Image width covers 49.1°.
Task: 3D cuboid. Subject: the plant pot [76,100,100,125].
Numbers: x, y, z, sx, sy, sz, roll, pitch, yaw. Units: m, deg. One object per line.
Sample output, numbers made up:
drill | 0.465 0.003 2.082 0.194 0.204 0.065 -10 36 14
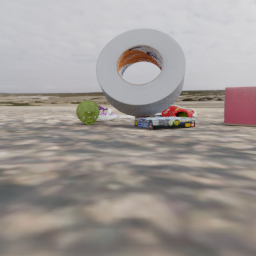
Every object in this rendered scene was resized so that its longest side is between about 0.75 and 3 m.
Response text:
plant pot | -1.417 -0.476 10.119 0.881 0.881 0.837 -1 19 -12

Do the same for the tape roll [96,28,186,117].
tape roll | 0.432 -1.834 9.222 2.858 2.858 0.944 1 -22 8

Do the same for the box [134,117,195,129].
box | 1.145 -0.171 8.817 1.594 0.318 1.092 -3 6 -26

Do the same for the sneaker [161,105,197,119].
sneaker | 2.107 -0.639 12.160 1.732 0.667 0.736 5 12 43

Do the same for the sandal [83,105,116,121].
sandal | -1.157 -0.653 12.095 1.082 0.653 2.659 1 6 11

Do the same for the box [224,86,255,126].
box | 4.675 -0.737 9.401 2.428 1.323 1.552 4 7 39

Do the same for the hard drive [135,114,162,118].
hard drive | 1.050 -0.566 13.385 0.929 0.252 1.330 -3 7 -28
